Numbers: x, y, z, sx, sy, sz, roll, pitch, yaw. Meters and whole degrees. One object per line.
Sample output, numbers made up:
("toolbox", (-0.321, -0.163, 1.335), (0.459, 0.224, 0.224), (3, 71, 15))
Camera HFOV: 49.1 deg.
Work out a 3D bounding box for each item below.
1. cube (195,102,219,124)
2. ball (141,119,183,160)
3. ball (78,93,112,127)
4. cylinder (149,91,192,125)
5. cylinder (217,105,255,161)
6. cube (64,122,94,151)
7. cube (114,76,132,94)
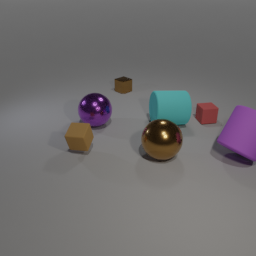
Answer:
("cube", (3.380, -0.642, 12.040), (0.700, 0.700, 0.700), (-5, 27, -9))
("ball", (1.143, 0.381, 9.447), (1.400, 1.400, 1.400), (0, 28, 0))
("ball", (-1.352, -0.745, 11.521), (1.400, 1.400, 1.400), (0, 28, 0))
("cylinder", (1.705, -0.831, 11.539), (1.400, 1.400, 1.400), (-2, 28, -11))
("cylinder", (3.903, 0.172, 9.262), (1.400, 1.400, 1.400), (28, 4, -2))
("cube", (-1.674, 0.301, 9.696), (0.700, 0.700, 0.700), (3, 45, 14))
("cube", (-0.247, -2.323, 15.173), (0.700, 0.700, 0.700), (-24, 37, -37))
